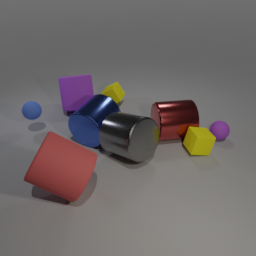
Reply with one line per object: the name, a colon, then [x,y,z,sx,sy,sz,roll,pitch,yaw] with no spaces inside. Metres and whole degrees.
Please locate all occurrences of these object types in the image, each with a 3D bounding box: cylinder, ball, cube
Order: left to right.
ball: [-3.545,-0.645,10.330,0.700,0.700,0.700,0,29,0]
cylinder: [-1.730,0.999,7.279,1.400,1.400,1.400,28,26,-13]
cylinder: [-2.180,-1.521,11.975,1.400,1.400,1.400,-5,12,1]
cylinder: [-1.154,-0.272,9.916,1.400,1.400,1.400,14,41,23]
cube: [-0.669,-1.559,12.808,0.700,0.700,0.700,-19,27,31]
cylinder: [0.032,0.251,8.918,1.400,1.400,1.400,-26,27,-38]
cylinder: [1.651,-0.284,10.113,1.400,1.400,1.400,-5,30,-9]
cube: [2.385,0.436,9.404,0.700,0.700,0.700,4,28,-18]
ball: [3.319,0.085,10.151,0.700,0.700,0.700,0,29,0]
